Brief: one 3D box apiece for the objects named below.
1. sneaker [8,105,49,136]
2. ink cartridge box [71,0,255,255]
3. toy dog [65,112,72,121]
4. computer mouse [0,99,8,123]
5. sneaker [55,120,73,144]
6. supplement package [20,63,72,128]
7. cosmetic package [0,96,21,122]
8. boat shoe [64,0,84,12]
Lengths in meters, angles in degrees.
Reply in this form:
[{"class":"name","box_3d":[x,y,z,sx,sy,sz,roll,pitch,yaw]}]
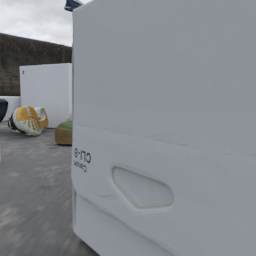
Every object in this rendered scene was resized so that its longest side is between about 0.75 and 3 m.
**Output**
[{"class":"sneaker","box_3d":[-2.732,-0.113,7.292,0.904,0.780,2.063,-14,2,-2]},{"class":"ink cartridge box","box_3d":[0.859,0.004,1.833,2.083,1.507,1.514,-5,8,-37]},{"class":"toy dog","box_3d":[-0.708,-0.341,7.298,1.375,1.005,2.086,6,9,44]},{"class":"computer mouse","box_3d":[-4.490,-0.181,7.763,2.846,0.750,1.971,-10,4,21]},{"class":"sneaker","box_3d":[-0.250,-0.361,6.280,2.810,1.261,0.942,-3,7,-27]},{"class":"supplement package","box_3d":[-2.041,-1.092,9.733,1.972,1.958,2.599,3,7,25]},{"class":"cosmetic package","box_3d":[-5.608,-0.837,11.882,1.432,1.006,2.824,0,7,0]},{"class":"boat shoe","box_3d":[-1.478,-3.869,9.384,1.812,0.560,0.678,35,17,20]}]
